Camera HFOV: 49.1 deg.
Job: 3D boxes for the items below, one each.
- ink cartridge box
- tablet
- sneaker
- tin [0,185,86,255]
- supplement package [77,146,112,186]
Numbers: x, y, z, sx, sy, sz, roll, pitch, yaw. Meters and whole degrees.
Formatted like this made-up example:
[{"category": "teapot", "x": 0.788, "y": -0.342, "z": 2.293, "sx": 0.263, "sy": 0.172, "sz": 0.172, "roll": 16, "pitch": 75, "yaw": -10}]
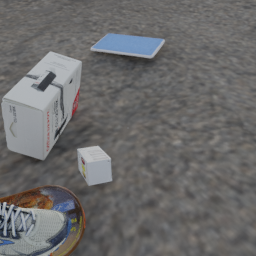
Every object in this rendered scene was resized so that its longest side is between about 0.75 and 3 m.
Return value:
[{"category": "ink cartridge box", "x": -2.196, "y": -0.640, "z": 7.542, "sx": 1.025, "sy": 1.766, "sz": 2.448, "roll": 18, "pitch": 42, "yaw": 3}, {"category": "tablet", "x": 0.005, "y": -3.445, "z": 11.663, "sx": 2.708, "sy": 0.185, "sz": 1.762, "roll": 13, "pitch": 43, "yaw": 19}, {"category": "sneaker", "x": -2.100, "y": 1.640, "z": 4.575, "sx": 2.283, "sy": 0.972, "sz": 0.880, "roll": -6, "pitch": 45, "yaw": 4}, {"category": "tin", "x": -2.114, "y": 2.054, "z": 5.471, "sx": 2.601, "sy": 0.545, "sz": 1.456, "roll": -14, "pitch": 59, "yaw": -7}, {"category": "supplement package", "x": -0.781, "y": 0.835, "z": 6.424, "sx": 0.543, "sy": 0.564, "sz": 0.991, "roll": -8, "pitch": 15, "yaw": -21}]
